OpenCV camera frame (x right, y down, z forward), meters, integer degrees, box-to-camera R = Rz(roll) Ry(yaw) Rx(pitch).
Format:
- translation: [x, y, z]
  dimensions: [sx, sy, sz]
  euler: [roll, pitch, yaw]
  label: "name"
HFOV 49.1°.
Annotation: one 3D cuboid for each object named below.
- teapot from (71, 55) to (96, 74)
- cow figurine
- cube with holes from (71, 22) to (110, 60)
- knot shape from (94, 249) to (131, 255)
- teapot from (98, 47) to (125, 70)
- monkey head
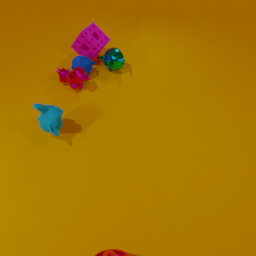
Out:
- translation: [-1.686, -2.307, 10.375]
  dimensions: [0.636, 0.807, 1.298]
  euler: [-7, 15, 42]
  label: "teapot"
- translation: [-1.991, -1.898, 10.007]
  dimensions: [0.615, 1.120, 1.102]
  euler: [-26, 81, -51]
  label: "cow figurine"
- translation: [-1.460, -3.318, 10.943]
  dimensions: [0.921, 0.921, 0.921]
  euler: [43, 47, -11]
  label: "cube with holes"
- translation: [-0.427, 2.923, 5.331]
  dimensions: [0.721, 1.460, 1.561]
  euler: [38, 52, 0]
  label: "knot shape"
- translation: [-0.557, -2.576, 10.603]
  dimensions: [1.390, 0.864, 0.681]
  euler: [20, 37, 33]
  label: "teapot"
- translation: [-2.407, -0.288, 8.264]
  dimensions: [0.967, 0.810, 1.344]
  euler: [15, 11, -42]
  label: "monkey head"
